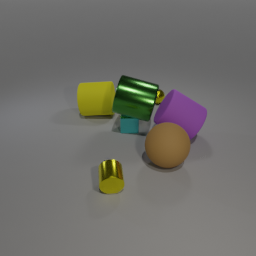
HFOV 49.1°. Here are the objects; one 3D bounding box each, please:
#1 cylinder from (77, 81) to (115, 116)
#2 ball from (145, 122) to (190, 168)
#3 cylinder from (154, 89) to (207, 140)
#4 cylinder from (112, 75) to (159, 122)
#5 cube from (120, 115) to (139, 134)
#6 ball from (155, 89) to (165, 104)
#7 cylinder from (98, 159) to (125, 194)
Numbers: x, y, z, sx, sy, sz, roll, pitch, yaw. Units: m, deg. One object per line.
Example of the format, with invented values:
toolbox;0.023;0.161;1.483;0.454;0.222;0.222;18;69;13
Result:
cylinder;-1.310;-1.247;11.943;1.400;1.400;1.400;-2;28;6
ball;1.219;0.527;8.679;1.400;1.400;1.400;0;28;0
cylinder;1.868;-0.458;10.111;1.400;1.400;1.400;30;28;-8
cylinder;0.269;-1.066;10.135;1.400;1.400;1.400;16;30;1
cube;0.069;-0.259;10.925;0.700;0.700;0.700;1;33;1
ball;1.403;-1.498;13.269;0.700;0.700;0.700;0;28;0
cylinder;-0.476;1.364;7.865;0.700;0.700;0.700;-3;38;-6
